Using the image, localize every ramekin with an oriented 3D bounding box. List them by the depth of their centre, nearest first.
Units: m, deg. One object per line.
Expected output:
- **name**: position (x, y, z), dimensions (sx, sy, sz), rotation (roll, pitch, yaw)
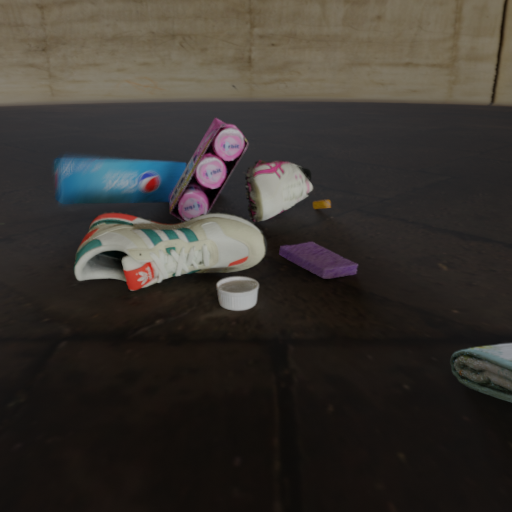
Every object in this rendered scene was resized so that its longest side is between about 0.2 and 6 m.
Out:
- **ramekin**: position (-0.308, 0.628, 9.265), dimensions (0.701, 0.342, 0.701), rotation (0, 20, 0)

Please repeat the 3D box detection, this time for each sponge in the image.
- **sponge**: position (1.181, 0.067, 10.851), dimensions (0.824, 0.220, 1.476), rotation (-7, 22, -31)

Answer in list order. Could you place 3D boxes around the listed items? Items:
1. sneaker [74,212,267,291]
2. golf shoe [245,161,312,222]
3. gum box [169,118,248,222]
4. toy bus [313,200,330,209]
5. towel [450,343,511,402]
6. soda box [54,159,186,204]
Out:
- **sneaker**: position (-1.568, 0.081, 9.945), dimensions (3.434, 1.209, 1.606), rotation (4, 36, 8)
- **golf shoe**: position (0.601, -1.805, 14.240), dimensions (1.602, 1.263, 3.479), rotation (-3, 22, 10)
- **gum box**: position (-1.132, -2.046, 13.324), dimensions (0.816, 2.468, 1.401), rotation (28, 14, -18)
- **toy bus**: position (1.680, -1.330, 14.551), dimensions (0.241, 0.200, 0.615), rotation (-13, 9, -33)
- **towel**: position (3.559, 1.389, 6.454), dimensions (1.767, 0.497, 2.064), rotation (-1, 3, -13)
- **soda box**: position (-3.464, -1.924, 14.391), dimensions (3.171, 1.075, 1.017), rotation (-3, 12, -26)
